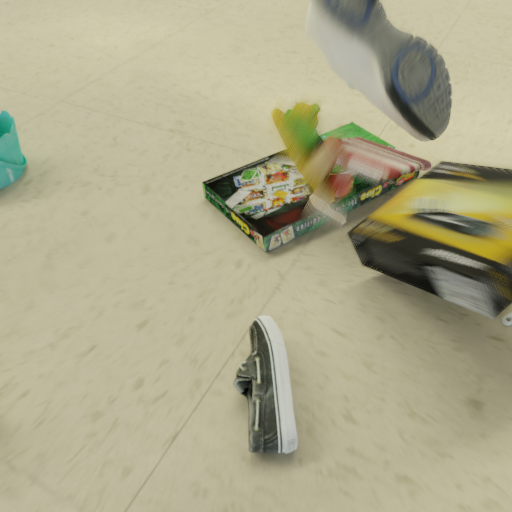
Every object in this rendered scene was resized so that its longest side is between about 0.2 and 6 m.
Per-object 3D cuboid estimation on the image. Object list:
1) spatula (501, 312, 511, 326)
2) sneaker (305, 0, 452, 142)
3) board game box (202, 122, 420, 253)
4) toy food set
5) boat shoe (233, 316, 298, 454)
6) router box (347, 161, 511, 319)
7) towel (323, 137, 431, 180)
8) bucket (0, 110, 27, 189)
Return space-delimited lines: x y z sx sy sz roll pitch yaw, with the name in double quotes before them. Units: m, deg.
"spatula" 4.881 0.899 8.237 2.231 0.179 1.551 -22 48 -22
"sneaker" 2.183 -3.459 10.109 1.281 1.497 3.438 -38 89 -11
"board game box" 1.096 -1.445 10.599 3.780 0.443 1.981 -26 46 -25
"toy food set" 0.695 -1.071 5.798 0.487 0.877 1.490 -34 58 21
"boat shoe" 0.049 1.559 7.125 0.683 0.694 1.925 -2 45 -9
"router box" 2.887 -0.389 7.796 2.087 0.693 2.654 -36 26 -14
"towel" 1.960 -1.690 9.734 1.554 0.245 2.158 27 27 29
"bucket" -5.271 -2.025 10.755 1.601 1.041 1.601 0 43 0
